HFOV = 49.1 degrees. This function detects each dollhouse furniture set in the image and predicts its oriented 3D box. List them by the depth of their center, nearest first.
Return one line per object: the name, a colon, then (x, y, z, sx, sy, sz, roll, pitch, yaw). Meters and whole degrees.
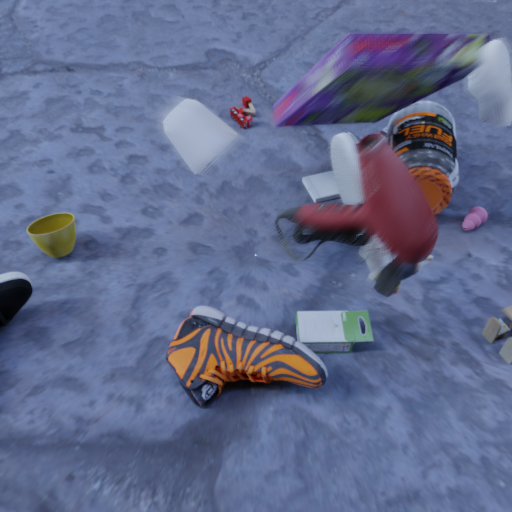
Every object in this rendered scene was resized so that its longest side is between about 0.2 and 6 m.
dollhouse furniture set: (4.973, 1.314, 9.600, 1.324, 1.004, 1.511, -20, 51, -17)

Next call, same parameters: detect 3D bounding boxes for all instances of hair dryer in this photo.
hair dryer: (1.274, -0.432, 7.301, 2.092, 2.746, 0.746, 21, 53, 5)

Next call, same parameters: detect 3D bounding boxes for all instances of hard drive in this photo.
hard drive: (1.769, -1.641, 12.849, 1.213, 0.162, 0.800, -14, 49, -13)

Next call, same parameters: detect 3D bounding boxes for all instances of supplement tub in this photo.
supplement tub: (3.626, -2.125, 12.344, 1.549, 1.549, 2.529, 8, 48, 7)

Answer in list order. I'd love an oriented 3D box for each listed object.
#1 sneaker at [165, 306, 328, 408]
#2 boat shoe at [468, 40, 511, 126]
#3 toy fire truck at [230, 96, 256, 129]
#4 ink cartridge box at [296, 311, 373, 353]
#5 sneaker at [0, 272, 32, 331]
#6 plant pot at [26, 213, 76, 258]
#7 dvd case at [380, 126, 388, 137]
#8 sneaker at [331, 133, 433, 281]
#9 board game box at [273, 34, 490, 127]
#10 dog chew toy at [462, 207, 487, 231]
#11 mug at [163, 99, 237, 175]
sneaker: (-0.282, 1.929, 9.174, 2.716, 1.053, 1.521, 15, 53, 27)
boat shoe: (3.559, -2.606, 8.587, 0.593, 1.730, 0.623, 9, 77, 33)
toy fire truck: (-0.283, -3.764, 14.710, 0.731, 0.253, 1.036, -24, 52, -20)
ink cartridge box: (1.374, 1.351, 9.986, 1.290, 0.383, 0.670, -1, 48, -1)
sneaker: (-4.787, 1.635, 9.398, 2.902, 1.060, 1.623, -37, 61, -19)
plant pot: (-4.031, -0.364, 11.272, 0.941, 0.668, 0.941, -7, 30, 4)
dvd case: (3.916, -3.235, 14.329, 0.917, 0.113, 1.285, 36, 57, 27)
sneaker: (1.991, -0.829, 8.838, 0.995, 2.507, 0.983, -22, 9, -8)
board game box: (2.000, -3.080, 10.246, 2.407, 4.010, 0.648, -10, 93, -14)
dog chew toy: (4.632, -0.762, 11.930, 0.394, 0.394, 0.632, 36, 66, 28)
mug: (-1.014, -2.045, 9.400, 0.979, 1.222, 1.003, -45, 100, -2)
